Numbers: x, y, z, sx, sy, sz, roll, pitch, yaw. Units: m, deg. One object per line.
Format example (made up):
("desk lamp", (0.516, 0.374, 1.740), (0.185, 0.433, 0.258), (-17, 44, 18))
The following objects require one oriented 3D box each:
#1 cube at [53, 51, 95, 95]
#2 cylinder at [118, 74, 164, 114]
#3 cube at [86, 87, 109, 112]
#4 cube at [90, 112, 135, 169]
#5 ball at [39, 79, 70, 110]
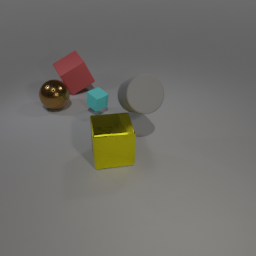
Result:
("cube", (-2.811, -2.875, 14.577), (1.400, 1.400, 1.400), (-33, 47, -4))
("cylinder", (0.441, -1.235, 10.380), (1.400, 1.400, 1.400), (-9, 7, -15))
("cube", (-1.376, -1.294, 12.589), (0.700, 0.700, 0.700), (37, 47, 28))
("cube", (-0.558, 0.426, 9.882), (1.400, 1.400, 1.400), (-5, 33, -9))
("ball", (-3.423, -1.555, 13.053), (1.400, 1.400, 1.400), (0, 32, 0))
